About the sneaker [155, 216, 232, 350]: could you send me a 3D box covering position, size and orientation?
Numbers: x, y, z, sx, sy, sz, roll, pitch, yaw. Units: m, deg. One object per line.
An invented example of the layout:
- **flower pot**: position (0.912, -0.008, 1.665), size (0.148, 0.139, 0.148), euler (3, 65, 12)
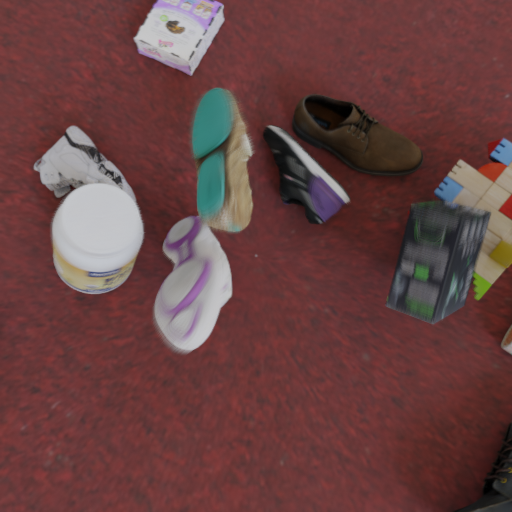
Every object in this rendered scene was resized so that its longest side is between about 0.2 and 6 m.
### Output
- **sneaker**: position (-0.790, 0.515, 8.928), size (1.086, 2.901, 1.445), euler (-27, 122, 15)

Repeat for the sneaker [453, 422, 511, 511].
- **sneaker**: position (4.017, 3.557, 9.082), size (2.855, 1.068, 1.517), euler (-13, 71, -11)

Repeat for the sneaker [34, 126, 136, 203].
- **sneaker**: position (-3.174, -1.382, 10.336), size (1.168, 0.763, 2.032), euler (-41, 75, -9)

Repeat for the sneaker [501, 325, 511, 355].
- **sneaker**: position (5.154, 1.081, 9.801), size (0.777, 0.694, 1.944), euler (38, 85, 4)

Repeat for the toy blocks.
- **toy blocks**: position (4.007, -0.890, 9.831), size (1.890, 1.382, 2.765), euler (41, 100, 17)

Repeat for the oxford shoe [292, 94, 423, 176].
- **oxford shoe**: position (1.891, -2.220, 10.348), size (2.598, 1.097, 0.944), euler (21, 78, 4)

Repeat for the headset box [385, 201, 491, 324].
- **headset box**: position (2.919, 0.102, 8.953), size (0.835, 1.567, 1.800), euler (20, 109, 33)

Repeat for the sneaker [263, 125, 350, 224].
- **sneaker**: position (0.656, -1.491, 10.279), size (0.944, 0.817, 2.157), euler (-44, 67, 7)

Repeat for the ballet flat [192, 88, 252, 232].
- **ballet flat**: position (-0.504, -1.515, 9.101), size (0.967, 0.895, 2.742), euler (-22, 53, 32)

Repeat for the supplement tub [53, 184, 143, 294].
- **supplement tub**: position (-2.643, -0.254, 9.303), size (1.386, 1.920, 1.386), euler (6, 68, -17)

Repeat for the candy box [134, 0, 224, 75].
- **candy box**: position (-1.522, -4.537, 11.195), size (1.228, 0.524, 1.464), euler (26, 77, 6)
